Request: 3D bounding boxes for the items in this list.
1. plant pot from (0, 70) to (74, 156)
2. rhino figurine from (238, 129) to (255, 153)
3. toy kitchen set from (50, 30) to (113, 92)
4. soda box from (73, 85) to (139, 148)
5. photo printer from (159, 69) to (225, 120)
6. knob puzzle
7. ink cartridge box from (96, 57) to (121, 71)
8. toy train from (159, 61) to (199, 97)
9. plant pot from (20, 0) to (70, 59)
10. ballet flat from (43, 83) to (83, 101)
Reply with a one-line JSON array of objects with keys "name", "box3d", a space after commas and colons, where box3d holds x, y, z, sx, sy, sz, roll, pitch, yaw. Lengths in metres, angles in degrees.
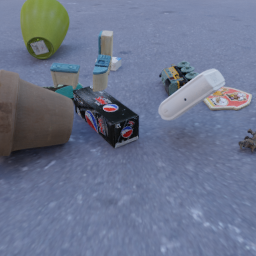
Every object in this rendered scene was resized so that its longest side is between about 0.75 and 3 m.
[{"name": "plant pot", "box3d": [-2.674, -0.328, 7.953, 2.056, 2.358, 2.358, 6, 29, -22]}, {"name": "rhino figurine", "box3d": [3.826, 0.321, 8.309, 1.499, 0.448, 0.655, -23, 39, -29]}, {"name": "toy kitchen set", "box3d": [-1.129, -1.806, 7.222, 1.346, 0.990, 1.680, 5, 36, -1]}, {"name": "soda box", "box3d": [-0.796, -0.482, 9.151, 0.980, 0.877, 2.771, -20, 37, -27]}, {"name": "photo printer", "box3d": [1.802, -0.924, 8.203, 0.646, 1.859, 1.547, 56, 35, 4]}, {"name": "knob puzzle", "box3d": [3.886, -1.295, 10.978, 2.216, 0.307, 2.216, 0, 32, 0]}, {"name": "ink cartridge box", "box3d": [-0.955, -3.213, 13.862, 1.066, 0.449, 0.778, 13, 34, 19]}, {"name": "toy train", "box3d": [2.093, -1.999, 11.544, 1.356, 1.014, 2.380, -11, 33, 0]}, {"name": "plant pot", "box3d": [-4.653, -5.193, 15.346, 2.766, 2.766, 2.956, -3, 51, -5]}, {"name": "ballet flat", "box3d": [-2.881, -1.170, 10.495, 2.452, 0.910, 0.910, -11, 34, -20]}]
